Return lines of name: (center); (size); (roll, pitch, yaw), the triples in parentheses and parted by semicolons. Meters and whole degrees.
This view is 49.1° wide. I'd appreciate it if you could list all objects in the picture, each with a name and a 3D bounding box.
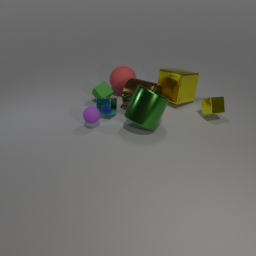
cube: (2.405, -2.091, 13.717); (1.400, 1.400, 1.400); (-14, 29, -40)
cube: (-0.951, -0.987, 12.476); (0.700, 0.700, 0.700); (6, 11, 22)
cylinder: (0.665, -1.492, 12.928); (1.400, 1.400, 1.400); (19, 35, 28)
ball: (-1.492, -0.529, 11.481); (0.700, 0.700, 0.700); (0, 30, 0)
ball: (-0.248, -2.510, 14.526); (1.400, 1.400, 1.400); (0, 30, 0)
cube: (-1.232, -1.725, 13.554); (0.700, 0.700, 0.700); (-38, 88, -22)
cube: (3.718, -0.974, 12.248); (0.700, 0.700, 0.700); (-6, 3, -19)
cylinder: (0.760, -0.827, 11.328); (1.400, 1.400, 1.400); (24, 11, -5)
